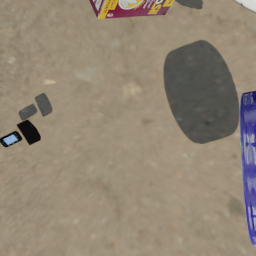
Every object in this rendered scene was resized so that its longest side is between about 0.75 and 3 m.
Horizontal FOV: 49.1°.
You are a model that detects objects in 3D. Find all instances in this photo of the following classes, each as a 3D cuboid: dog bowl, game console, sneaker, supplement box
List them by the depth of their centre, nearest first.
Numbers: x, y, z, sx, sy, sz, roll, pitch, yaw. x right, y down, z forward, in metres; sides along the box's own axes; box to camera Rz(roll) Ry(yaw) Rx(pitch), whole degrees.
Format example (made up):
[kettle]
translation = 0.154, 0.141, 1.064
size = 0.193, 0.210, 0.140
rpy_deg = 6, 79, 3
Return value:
[dog bowl]
translation = 2.256, 0.562, 4.122
size = 0.918, 2.332, 2.332
rpy_deg = -5, 86, 27
[sneaker]
translation = 1.623, -2.354, 4.130
size = 1.902, 0.669, 0.762
rpy_deg = 36, 119, -4
[supplement box]
translation = 0.125, -2.485, 4.753
size = 1.468, 0.961, 0.758
rpy_deg = -16, 74, -27
[game console]
translation = -2.290, 0.191, 5.894
size = 0.871, 0.105, 0.514
rpy_deg = -24, 107, 12
